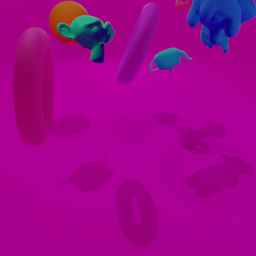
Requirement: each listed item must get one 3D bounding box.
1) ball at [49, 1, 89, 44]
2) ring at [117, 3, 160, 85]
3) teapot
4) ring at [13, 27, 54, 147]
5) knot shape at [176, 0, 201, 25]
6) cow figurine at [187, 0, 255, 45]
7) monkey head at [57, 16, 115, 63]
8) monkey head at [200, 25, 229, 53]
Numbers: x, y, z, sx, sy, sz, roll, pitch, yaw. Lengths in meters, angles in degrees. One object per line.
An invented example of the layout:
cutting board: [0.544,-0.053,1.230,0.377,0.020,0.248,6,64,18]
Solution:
ball: [-1.828,-3.310,8.836,1.274,1.274,1.274,0,28,0]
ring: [0.186,-1.641,5.566,0.331,1.654,1.654,21,26,-9]
teapot: [1.390,-2.236,9.320,1.453,0.711,0.903,-18,5,16]
ring: [-1.193,-0.517,3.681,0.306,1.529,1.529,2,27,-9]
knot shape: [1.907,-3.708,8.075,0.717,1.452,1.551,-7,0,-7]
cow figurine: [2.257,-2.863,6.581,1.725,1.697,0.947,24,-16,-26]
monkey head: [-0.870,-2.064,6.573,0.894,1.067,1.483,12,11,42]
monkey head: [2.645,-2.710,8.552,0.815,0.973,1.353,-9,-11,21]
